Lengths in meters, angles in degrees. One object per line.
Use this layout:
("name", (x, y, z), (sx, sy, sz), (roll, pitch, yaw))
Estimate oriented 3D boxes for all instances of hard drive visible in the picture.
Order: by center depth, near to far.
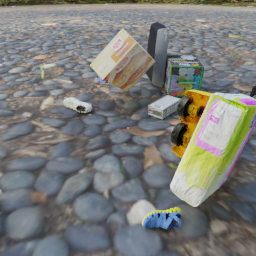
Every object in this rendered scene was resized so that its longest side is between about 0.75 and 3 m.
("hard drive", (1.194, -3.094, 11.764), (0.510, 2.411, 1.626), (-2, 31, -10))

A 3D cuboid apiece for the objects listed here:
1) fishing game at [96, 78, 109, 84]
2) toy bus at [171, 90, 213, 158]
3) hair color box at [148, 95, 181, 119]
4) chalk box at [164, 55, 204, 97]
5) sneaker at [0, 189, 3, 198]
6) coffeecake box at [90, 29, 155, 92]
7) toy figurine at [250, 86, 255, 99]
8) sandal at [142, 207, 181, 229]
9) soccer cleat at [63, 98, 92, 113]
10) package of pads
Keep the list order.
("fishing game", (-0.924, -2.230, 12.570), (0.921, 0.200, 1.287), (5, 30, 14))
("toy bus", (2.111, -0.132, 7.276), (1.213, 1.788, 1.716), (25, 30, 35))
("hair color box", (1.287, -0.741, 9.703), (0.595, 0.364, 1.201), (22, 35, 34))
("chalk box", (2.182, -1.981, 11.031), (1.270, 1.262, 2.035), (1, 30, 0))
("sneaker", (-3.031, 1.635, 5.490), (1.217, 0.428, 0.569), (-19, 52, -35))
("coffeecake box", (-0.115, -2.343, 10.140), (0.789, 1.658, 2.160), (50, 14, 17))
("toy figurine", (4.730, -0.718, 9.096), (1.492, 1.038, 1.469), (0, 23, 3))
("sandal", (0.675, 1.754, 5.287), (0.826, 0.328, 0.360), (-10, 39, -12))
("soccer cleat", (-1.804, -0.788, 9.760), (1.149, 0.398, 0.446), (15, 27, 19))
("package of pads", (1.772, 0.376, 5.522), (0.729, 2.137, 1.651), (31, 21, 29))
